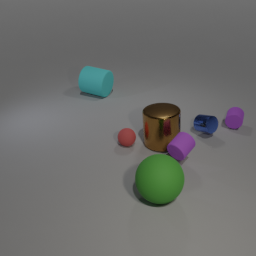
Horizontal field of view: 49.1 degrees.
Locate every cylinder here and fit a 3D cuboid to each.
[{"bbox_3d":[1.780,0.603,9.370,0.700,0.700,0.700,24,55,36],"label":"cylinder"},{"bbox_3d":[3.109,-0.172,11.195,0.700,0.700,0.700,-18,17,-28],"label":"cylinder"},{"bbox_3d":[4.520,-0.435,11.865,0.700,0.700,0.700,12,36,21],"label":"cylinder"},{"bbox_3d":[-1.675,-2.468,14.837,1.400,1.400,1.400,16,33,19],"label":"cylinder"},{"bbox_3d":[1.270,-0.054,10.548,1.400,1.400,1.400,-4,28,2],"label":"cylinder"}]

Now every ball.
[{"bbox_3d":[-0.046,0.347,10.657,0.700,0.700,0.700,0,29,0],"label":"ball"},{"bbox_3d":[0.902,1.444,8.001,1.400,1.400,1.400,0,29,0],"label":"ball"}]
